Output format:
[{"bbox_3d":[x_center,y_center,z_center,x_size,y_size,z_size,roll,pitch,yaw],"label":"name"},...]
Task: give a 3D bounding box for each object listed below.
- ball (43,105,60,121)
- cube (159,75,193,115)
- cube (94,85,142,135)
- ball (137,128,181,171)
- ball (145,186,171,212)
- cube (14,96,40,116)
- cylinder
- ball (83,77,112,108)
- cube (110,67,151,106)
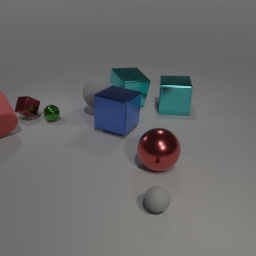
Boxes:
[{"bbox_3d":[-3.294,-0.657,12.102,0.700,0.700,0.700,0,29,0],"label":"ball"},{"bbox_3d":[2.158,-1.528,12.942,1.400,1.400,1.400,2,30,5],"label":"cube"},{"bbox_3d":[-0.407,-0.749,11.250,1.400,1.400,1.400,16,29,22],"label":"cube"},{"bbox_3d":[0.997,0.692,9.072,1.400,1.400,1.400,0,29,0],"label":"ball"},{"bbox_3d":[0.796,1.904,7.525,0.700,0.700,0.700,0,29,0],"label":"ball"},{"bbox_3d":[-4.372,-0.935,12.192,0.700,0.700,0.700,1,-14,33],"label":"cube"},{"bbox_3d":[-5.178,-0.564,10.747,1.400,1.400,1.400,-22,64,-34],"label":"cylinder"},{"bbox_3d":[-1.290,-1.538,12.366,1.400,1.400,1.400,0,29,0],"label":"ball"},{"bbox_3d":[0.013,-1.919,13.260,1.400,1.400,1.400,-9,41,-28],"label":"cube"}]
